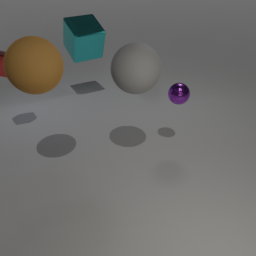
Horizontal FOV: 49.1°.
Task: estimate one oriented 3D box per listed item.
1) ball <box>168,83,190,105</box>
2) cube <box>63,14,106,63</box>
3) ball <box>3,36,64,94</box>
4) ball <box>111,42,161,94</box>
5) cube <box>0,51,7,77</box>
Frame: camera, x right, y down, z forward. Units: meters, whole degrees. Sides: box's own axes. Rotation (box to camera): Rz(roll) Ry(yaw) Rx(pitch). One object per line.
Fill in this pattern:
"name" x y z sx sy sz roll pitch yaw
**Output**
"ball" 1.631 -1.097 8.965 0.700 0.700 0.700 0 29 0
"cube" -1.956 -3.955 12.364 1.400 1.400 1.400 -18 60 -24
"ball" -2.296 -1.528 6.879 1.400 1.400 1.400 0 29 0
"ball" 0.221 -1.636 7.744 1.400 1.400 1.400 0 29 0
"cube" -4.160 -2.134 9.309 0.700 0.700 0.700 5 24 -39
